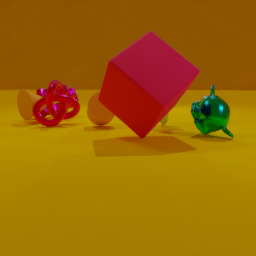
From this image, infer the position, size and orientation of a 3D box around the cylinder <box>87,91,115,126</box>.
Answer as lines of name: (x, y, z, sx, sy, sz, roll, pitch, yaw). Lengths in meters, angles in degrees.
cylinder: (-0.740, -0.536, 7.933, 0.820, 0.820, 0.820, -2, -10, -10)

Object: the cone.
cone: (-2.836, -0.787, 8.903, 0.970, 0.970, 0.973, 8, 15, 43)

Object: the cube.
cube: (0.390, -0.896, 5.988, 1.370, 1.370, 1.370, -44, -9, -30)

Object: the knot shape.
knot shape: (-2.079, -0.758, 8.151, 1.364, 1.277, 0.630, -14, 23, -37)

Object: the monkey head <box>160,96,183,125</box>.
monkey head: (1.169, -0.979, 7.955, 1.094, 1.815, 1.306, 19, 5, -30)

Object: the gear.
gear: (-2.655, -0.930, 9.946, 1.725, 0.319, 1.725, -18, -19, -6)

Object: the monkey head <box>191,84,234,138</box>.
monkey head: (1.980, -0.273, 6.574, 0.838, 1.391, 1.001, -21, -25, 18)
